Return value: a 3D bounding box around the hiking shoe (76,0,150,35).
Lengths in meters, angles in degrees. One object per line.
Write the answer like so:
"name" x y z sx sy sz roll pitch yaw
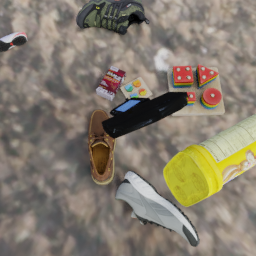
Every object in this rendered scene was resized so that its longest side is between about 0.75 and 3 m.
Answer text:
"hiking shoe" -0.480 -3.464 8.808 2.259 0.855 1.137 -18 67 -8

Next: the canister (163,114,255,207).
"canister" 1.409 0.417 4.055 1.558 1.157 0.674 -25 71 -20

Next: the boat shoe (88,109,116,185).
"boat shoe" -0.686 0.412 7.385 0.749 0.703 2.082 -4 69 -2

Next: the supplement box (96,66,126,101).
"supplement box" -0.488 -1.327 8.287 0.515 0.288 0.946 25 70 9

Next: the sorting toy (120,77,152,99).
"sorting toy" 0.243 -1.109 8.283 0.752 0.137 0.696 -28 71 -11

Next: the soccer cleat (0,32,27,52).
"soccer cleat" -3.765 -2.731 8.830 1.175 0.401 0.430 -18 46 -3

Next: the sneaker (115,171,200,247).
"sneaker" 0.693 2.048 6.758 2.325 0.859 0.922 36 82 19

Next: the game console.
"game console" 0.050 -0.211 3.458 0.898 1.523 0.184 -25 103 -12

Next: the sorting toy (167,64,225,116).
"sorting toy" 1.980 -1.161 8.088 1.517 0.531 1.526 -2 68 -1
